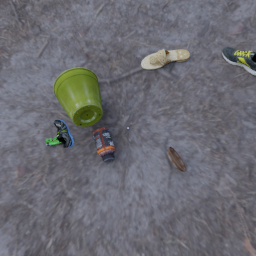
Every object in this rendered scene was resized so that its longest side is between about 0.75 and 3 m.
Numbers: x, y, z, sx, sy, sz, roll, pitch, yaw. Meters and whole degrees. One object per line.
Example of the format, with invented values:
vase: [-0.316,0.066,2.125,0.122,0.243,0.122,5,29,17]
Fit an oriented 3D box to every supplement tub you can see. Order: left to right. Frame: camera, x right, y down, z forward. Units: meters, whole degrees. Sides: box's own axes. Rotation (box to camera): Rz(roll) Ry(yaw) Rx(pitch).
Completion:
supplement tub: [-0.782,0.582,9.395,0.590,0.590,1.103,-15,67,-6]

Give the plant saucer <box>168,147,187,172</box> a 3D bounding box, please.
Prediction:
plant saucer: [1.546,1.035,9.019,0.174,0.949,0.949,-36,68,18]

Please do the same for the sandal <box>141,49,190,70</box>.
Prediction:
sandal: [1.457,-2.835,10.839,1.966,0.647,0.721,-12,67,-5]

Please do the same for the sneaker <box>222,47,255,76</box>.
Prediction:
sneaker: [4.503,-2.738,10.745,1.760,0.745,0.655,31,69,13]

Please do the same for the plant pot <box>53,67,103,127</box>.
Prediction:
plant pot: [-1.538,-0.903,9.287,1.587,1.587,1.528,-19,52,-8]

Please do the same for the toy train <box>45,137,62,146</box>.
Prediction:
toy train: [-2.408,0.447,9.653,0.891,0.186,0.251,-11,67,-8]

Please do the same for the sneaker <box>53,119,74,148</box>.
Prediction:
sneaker: [-2.134,0.170,9.047,0.443,0.379,1.070,-17,72,-44]
